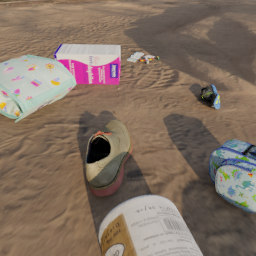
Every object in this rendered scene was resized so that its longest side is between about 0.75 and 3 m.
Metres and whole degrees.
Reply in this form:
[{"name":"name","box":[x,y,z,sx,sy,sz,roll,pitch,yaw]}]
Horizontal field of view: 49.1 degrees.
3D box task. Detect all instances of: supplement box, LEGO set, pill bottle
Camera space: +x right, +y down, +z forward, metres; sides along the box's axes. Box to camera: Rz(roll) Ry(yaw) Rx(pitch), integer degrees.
[{"name":"supplement box","box":[-1.713,-2.835,12.420,2.738,1.386,1.415,0,34,0]},{"name":"LEGO set","box":[0.855,-3.761,14.764,1.523,0.374,1.138,17,41,24]},{"name":"pill bottle","box":[0.565,2.504,4.208,1.574,1.574,2.753,-9,34,-14]}]

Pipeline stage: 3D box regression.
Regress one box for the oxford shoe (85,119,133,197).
[{"name":"oxford shoe","box":[-0.501,0.432,7.636,1.031,1.095,2.927,-11,31,10]}]

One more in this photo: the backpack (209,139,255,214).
[{"name":"backpack","box":[2.668,1.061,6.540,1.148,1.430,1.563,-27,38,-35]}]

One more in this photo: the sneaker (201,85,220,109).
[{"name":"sneaker","box":[3.150,-1.153,10.760,0.647,0.553,1.561,-12,31,10]}]

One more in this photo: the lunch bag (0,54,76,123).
[{"name":"lunch bag","box":[-3.526,-1.431,9.944,2.802,1.709,2.387,22,42,33]}]
